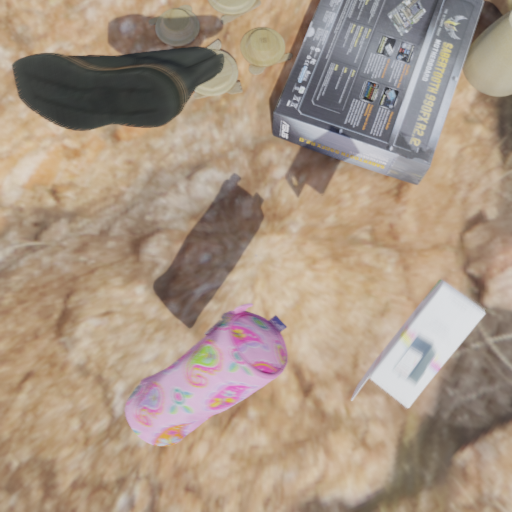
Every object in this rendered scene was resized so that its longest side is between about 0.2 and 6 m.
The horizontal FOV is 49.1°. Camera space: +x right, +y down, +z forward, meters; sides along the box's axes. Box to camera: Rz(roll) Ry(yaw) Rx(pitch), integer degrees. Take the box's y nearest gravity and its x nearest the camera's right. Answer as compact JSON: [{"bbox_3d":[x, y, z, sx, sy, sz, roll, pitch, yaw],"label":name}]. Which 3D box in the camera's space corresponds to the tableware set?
[{"bbox_3d":[-0.626,-4.002,10.121,2.077,0.288,2.486,-27,76,-8],"label":"tableware set"}]

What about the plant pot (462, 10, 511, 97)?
[{"bbox_3d":[4.300,-3.561,9.481,1.197,1.278,1.197,0,75,1],"label":"plant pot"}]

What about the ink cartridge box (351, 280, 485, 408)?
[{"bbox_3d":[1.349,0.810,4.738,0.412,0.717,1.224,38,100,13],"label":"ink cartridge box"}]

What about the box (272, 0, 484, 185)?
[{"bbox_3d":[2.081,-3.218,9.616,2.671,0.815,3.373,20,76,5],"label":"box"}]

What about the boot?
[{"bbox_3d":[-1.386,-1.852,5.857,1.895,0.734,1.310,15,38,16],"label":"boot"}]

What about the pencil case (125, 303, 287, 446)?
[{"bbox_3d":[-0.576,1.371,6.254,2.061,0.901,0.901,-41,75,31],"label":"pencil case"}]
